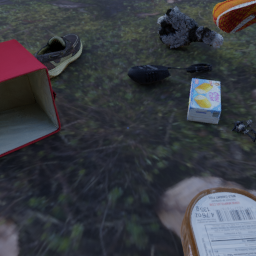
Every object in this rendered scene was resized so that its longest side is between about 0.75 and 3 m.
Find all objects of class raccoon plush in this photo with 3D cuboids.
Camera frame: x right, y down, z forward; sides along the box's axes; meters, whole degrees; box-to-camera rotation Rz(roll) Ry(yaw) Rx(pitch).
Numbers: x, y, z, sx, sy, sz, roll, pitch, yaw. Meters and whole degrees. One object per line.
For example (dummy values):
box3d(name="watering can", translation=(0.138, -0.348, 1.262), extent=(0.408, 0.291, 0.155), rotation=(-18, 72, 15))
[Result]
box3d(name="raccoon plush", translation=(2.275, -3.641, 10.593), extent=(2.636, 1.275, 1.766), rotation=(31, 37, 5))

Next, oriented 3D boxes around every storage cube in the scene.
box3d(name="storage cube", translation=(-2.944, -0.730, 6.579), extent=(2.118, 1.810, 1.904), rotation=(-27, 47, -27))

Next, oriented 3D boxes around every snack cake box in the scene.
box3d(name="snack cake box", translation=(2.074, -0.755, 7.596), extent=(0.795, 0.464, 1.382), rotation=(8, 43, 10))

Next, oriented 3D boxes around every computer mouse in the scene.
box3d(name="computer mouse", translation=(1.367, -1.705, 8.759), extent=(2.869, 0.488, 0.841), rotation=(-7, 23, -15))

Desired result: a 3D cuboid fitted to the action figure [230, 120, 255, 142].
box3d(name="action figure", translation=(2.857, -0.004, 6.836), extent=(0.447, 0.384, 0.752), rotation=(-34, 53, -18))

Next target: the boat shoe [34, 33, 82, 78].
box3d(name="boat shoe", translation=(-2.259, -2.637, 9.386), extent=(0.984, 0.872, 2.689), rotation=(8, 42, 9))

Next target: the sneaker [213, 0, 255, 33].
box3d(name="sneaker", translation=(3.505, -3.203, 7.168), extent=(2.619, 0.956, 1.010), rotation=(-7, 47, 5))

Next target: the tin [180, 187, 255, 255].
box3d(name="tin", translation=(1.769, 2.202, 4.260), extent=(1.657, 0.620, 2.960), rotation=(-6, 42, 0))
